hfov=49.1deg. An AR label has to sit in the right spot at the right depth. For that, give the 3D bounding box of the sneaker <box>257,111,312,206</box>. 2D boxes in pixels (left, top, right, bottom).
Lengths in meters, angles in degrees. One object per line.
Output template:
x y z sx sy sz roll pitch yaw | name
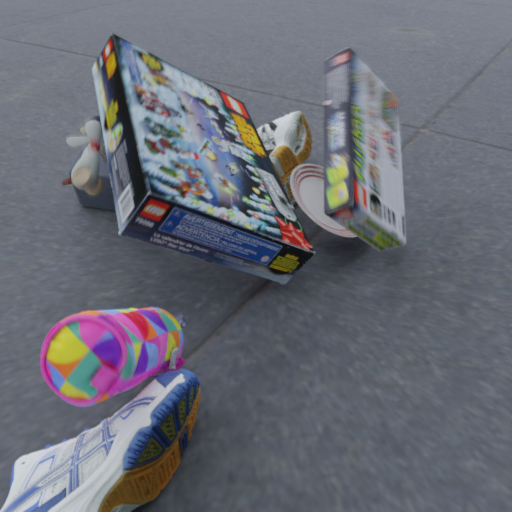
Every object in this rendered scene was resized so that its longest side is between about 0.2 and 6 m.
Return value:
0.287 -1.980 12.434 1.434 1.237 3.271 -10 34 25 | sneaker

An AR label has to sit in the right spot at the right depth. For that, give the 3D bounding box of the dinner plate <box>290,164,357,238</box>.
1.383 -1.040 10.815 1.803 0.218 1.803 19 47 -22 | dinner plate

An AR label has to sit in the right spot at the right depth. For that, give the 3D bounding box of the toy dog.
-2.910 -1.597 9.365 0.613 0.839 1.273 -1 54 5 | toy dog

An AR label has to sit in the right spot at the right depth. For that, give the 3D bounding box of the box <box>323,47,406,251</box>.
1.981 -1.940 10.228 0.575 1.822 3.310 -18 58 39 | box

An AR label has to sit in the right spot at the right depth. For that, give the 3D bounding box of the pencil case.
-1.566 1.122 6.723 1.047 1.047 2.370 8 -2 11 | pencil case

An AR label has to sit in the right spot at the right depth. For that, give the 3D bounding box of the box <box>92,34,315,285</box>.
-1.061 -1.787 9.848 3.162 0.921 4.619 18 36 -38 | box

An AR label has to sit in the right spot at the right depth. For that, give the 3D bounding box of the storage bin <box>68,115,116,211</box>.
-2.664 -1.887 11.774 2.442 1.777 1.640 8 47 10 | storage bin

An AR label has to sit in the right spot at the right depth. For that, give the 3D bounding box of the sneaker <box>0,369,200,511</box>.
-1.896 2.333 6.191 1.474 1.259 3.344 15 37 23 | sneaker
